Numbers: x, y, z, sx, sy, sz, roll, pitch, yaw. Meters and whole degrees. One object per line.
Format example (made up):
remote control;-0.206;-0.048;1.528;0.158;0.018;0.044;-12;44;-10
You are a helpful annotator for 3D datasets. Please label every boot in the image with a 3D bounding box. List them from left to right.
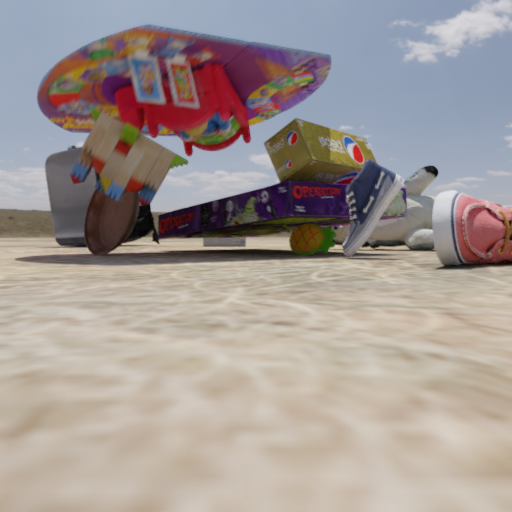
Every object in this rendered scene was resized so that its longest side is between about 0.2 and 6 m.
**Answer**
boot;1.722;-0.799;9.350;0.713;1.579;0.575;31;8;-4

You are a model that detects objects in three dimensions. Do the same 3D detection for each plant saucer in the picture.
plant saucer;-2.696;-0.803;10.638;1.719;1.719;0.314;2;-13;46

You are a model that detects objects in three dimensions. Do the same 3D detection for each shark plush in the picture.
shark plush;3.053;-0.432;14.022;4.455;2.024;1.855;-20;-24;16

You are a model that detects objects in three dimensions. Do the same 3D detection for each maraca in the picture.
maraca;1.058;-0.309;10.579;0.952;0.652;0.509;2;-16;30

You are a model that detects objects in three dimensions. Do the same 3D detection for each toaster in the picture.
toaster;-4.850;-1.834;18.081;2.095;3.531;3.193;-3;8;17

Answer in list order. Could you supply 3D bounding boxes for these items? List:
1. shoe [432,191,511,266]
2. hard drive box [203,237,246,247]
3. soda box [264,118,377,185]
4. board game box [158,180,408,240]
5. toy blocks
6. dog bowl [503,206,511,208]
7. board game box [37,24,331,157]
shoe;3.276;-0.360;7.445;1.237;0.972;2.720;-2;-2;34
hard drive box;-0.995;-0.531;17.328;1.295;0.497;1.009;-1;2;-7
soda box;1.341;-1.858;10.743;0.829;0.877;2.588;-33;-19;36
board game box;0.309;-0.871;12.127;3.024;0.814;5.038;3;-5;-36
toy blocks;-2.153;-1.422;9.013;1.759;1.202;0.879;29;-2;-8
dog bowl;4.328;-0.470;9.457;1.595;0.628;1.595;2;0;0
board game box;-1.243;-2.614;10.783;5.508;1.072;4.352;-6;-7;-36
